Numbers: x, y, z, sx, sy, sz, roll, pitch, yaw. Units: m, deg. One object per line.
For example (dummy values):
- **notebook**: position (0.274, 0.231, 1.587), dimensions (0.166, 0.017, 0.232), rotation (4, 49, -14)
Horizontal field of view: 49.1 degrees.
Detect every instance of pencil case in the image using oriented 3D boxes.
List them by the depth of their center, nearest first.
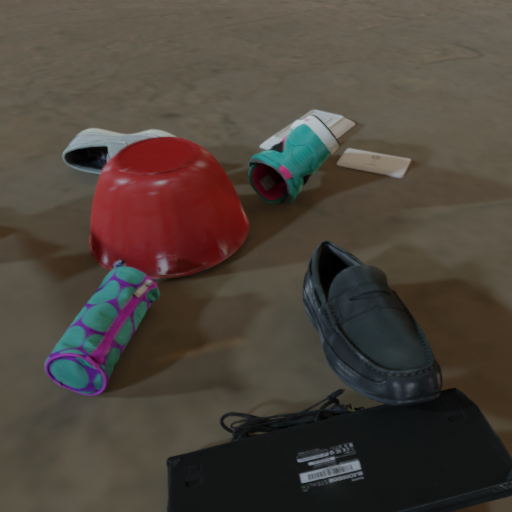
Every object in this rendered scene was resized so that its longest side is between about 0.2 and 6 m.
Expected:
- **pencil case**: position (-1.922, 0.898, 7.239), dimensions (0.856, 0.788, 1.853), rotation (-29, 24, 31)

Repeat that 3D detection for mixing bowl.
- **mixing bowl**: position (-1.538, -1.031, 9.287), dimensions (2.750, 1.489, 2.750), rotation (-3, 35, 2)

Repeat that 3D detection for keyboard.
- **keyboard**: position (0.738, 2.164, 5.628), dimensions (3.275, 0.649, 1.705), rotation (-13, 31, 1)

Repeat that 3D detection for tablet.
- **tablet**: position (2.522, -2.008, 11.983), dimensions (1.418, 0.097, 0.923), rotation (15, 38, 19)

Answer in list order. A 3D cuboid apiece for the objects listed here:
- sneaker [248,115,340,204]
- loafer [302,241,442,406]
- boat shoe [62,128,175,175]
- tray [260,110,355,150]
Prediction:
- **sneaker**: position (0.607, -1.740, 10.804), dimensions (1.618, 1.121, 2.680), rotation (-41, 5, 1)
- **loafer**: position (1.218, 0.668, 6.730), dimensions (1.061, 1.097, 3.125), rotation (-8, 20, -9)
- **boat shoe**: position (-2.642, -1.925, 11.246), dimensions (2.798, 0.976, 0.996), rotation (10, 44, 23)
- **tray**: position (1.251, -2.930, 13.136), dimensions (1.315, 0.272, 2.450), rotation (21, 40, 25)
